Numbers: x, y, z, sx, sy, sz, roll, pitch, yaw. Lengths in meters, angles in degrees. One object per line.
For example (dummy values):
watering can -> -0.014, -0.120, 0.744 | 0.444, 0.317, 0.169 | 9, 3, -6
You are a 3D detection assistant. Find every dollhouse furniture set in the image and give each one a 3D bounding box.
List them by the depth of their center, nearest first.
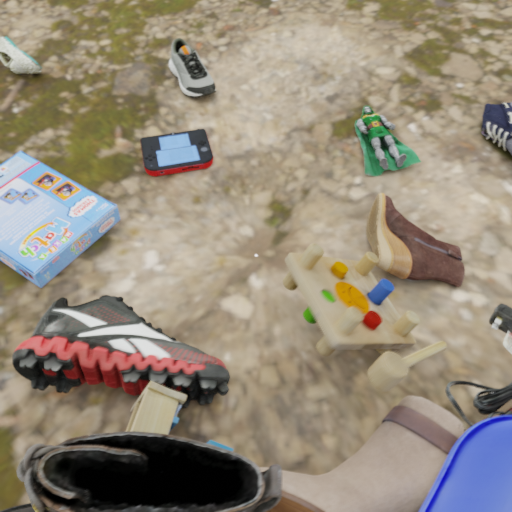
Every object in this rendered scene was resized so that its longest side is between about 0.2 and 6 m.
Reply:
dollhouse furniture set -> -0.923, 2.346, 6.755 | 1.359, 0.952, 0.958 | 25, 50, -11

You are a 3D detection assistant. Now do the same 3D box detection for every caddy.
caddy -> 2.790, 3.105, 5.484 | 2.372, 1.761, 3.355 | 42, 60, 4

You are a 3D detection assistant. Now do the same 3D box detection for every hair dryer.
hair dryer -> 3.697, 1.907, 7.107 | 2.412, 0.655, 1.837 | 32, 64, 14

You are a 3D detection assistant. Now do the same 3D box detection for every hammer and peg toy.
hammer and peg toy -> 1.448, 0.874, 7.592 | 1.655, 0.793, 2.250 | 6, 43, -37

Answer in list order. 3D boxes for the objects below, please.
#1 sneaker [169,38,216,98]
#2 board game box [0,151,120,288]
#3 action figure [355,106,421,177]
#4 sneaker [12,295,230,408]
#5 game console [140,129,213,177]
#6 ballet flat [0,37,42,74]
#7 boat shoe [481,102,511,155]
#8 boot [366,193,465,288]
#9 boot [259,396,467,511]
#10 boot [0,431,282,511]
sneaker -> -1.416, -3.999, 11.975 | 0.661, 0.709, 1.789 | -22, 55, -19
board game box -> -3.801, -0.699, 9.415 | 2.385, 0.436, 1.804 | 28, 56, 21
action figure -> 2.345, -2.311, 10.761 | 1.057, 0.489, 1.789 | -10, 48, -4
sneaker -> -1.665, 1.188, 7.417 | 2.762, 0.976, 1.350 | 9, 50, -1
game console -> -1.514, -1.995, 10.648 | 1.294, 0.201, 1.145 | -10, 51, -9
ballet flat -> -5.315, -4.339, 12.466 | 0.572, 0.572, 1.594 | -34, 55, -25
boat shoe -> 4.735, -2.244, 10.637 | 0.880, 0.708, 1.897 | 3, 47, 19
boot -> 2.568, -0.252, 9.100 | 1.422, 0.618, 1.709 | 12, 47, -7
boot -> 1.477, 2.495, 6.476 | 2.758, 0.969, 2.017 | 27, 55, 12
boot -> -1.545, 2.411, 5.171 | 3.476, 3.026, 1.203 | -2, 51, -2
